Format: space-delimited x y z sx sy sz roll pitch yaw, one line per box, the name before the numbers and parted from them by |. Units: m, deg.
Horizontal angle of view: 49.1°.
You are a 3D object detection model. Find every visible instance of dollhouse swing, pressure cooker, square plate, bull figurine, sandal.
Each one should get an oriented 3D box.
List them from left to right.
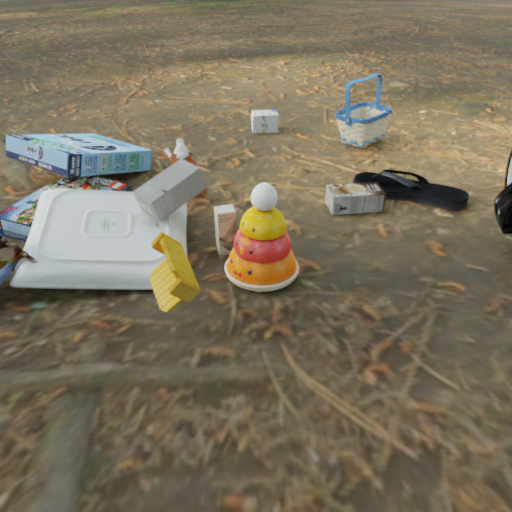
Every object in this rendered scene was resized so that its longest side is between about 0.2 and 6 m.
square plate | -2.695 -0.460 10.239 2.886 0.414 2.913 1 38 -9
dollhouse swing | -1.344 0.290 8.063 0.765 0.791 0.871 -31 63 12
bull figurine | -1.498 -1.878 11.842 0.503 1.544 0.937 -28 44 -6
sandal | 3.423 -1.598 12.434 2.515 0.538 0.956 12 34 19
pressure cooker | 5.895 -1.188 9.444 3.409 2.998 3.045 -3 29 -11

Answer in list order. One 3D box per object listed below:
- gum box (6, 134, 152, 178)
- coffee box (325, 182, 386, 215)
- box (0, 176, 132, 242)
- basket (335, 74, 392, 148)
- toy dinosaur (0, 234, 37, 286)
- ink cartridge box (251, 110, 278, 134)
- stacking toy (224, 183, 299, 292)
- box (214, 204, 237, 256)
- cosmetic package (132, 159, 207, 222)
gum box | -4.097 -2.403 13.116 2.134 0.560 2.512 20 22 29
coffee box | 2.101 -1.225 11.917 1.130 0.451 0.646 -4 32 -6
box | -3.893 -0.987 11.538 1.615 0.446 2.365 13 34 20
basket | 2.845 -3.865 14.950 1.211 1.741 1.535 28 40 37
toy dinosaur | -4.522 0.661 8.786 1.277 2.432 2.207 34 73 11
ink cartridge box | 0.240 -3.857 16.082 0.741 0.536 0.546 -2 32 -4
stacking toy | 0.090 -0.410 9.359 1.289 1.765 1.289 0 31 0
box | -0.553 -0.469 10.264 0.371 0.902 0.308 -10 35 -11
cosmetic package | -1.593 -1.239 10.455 0.643 0.543 1.204 29 62 37
